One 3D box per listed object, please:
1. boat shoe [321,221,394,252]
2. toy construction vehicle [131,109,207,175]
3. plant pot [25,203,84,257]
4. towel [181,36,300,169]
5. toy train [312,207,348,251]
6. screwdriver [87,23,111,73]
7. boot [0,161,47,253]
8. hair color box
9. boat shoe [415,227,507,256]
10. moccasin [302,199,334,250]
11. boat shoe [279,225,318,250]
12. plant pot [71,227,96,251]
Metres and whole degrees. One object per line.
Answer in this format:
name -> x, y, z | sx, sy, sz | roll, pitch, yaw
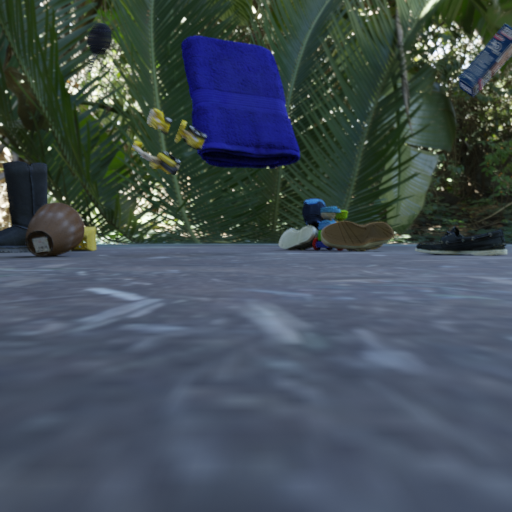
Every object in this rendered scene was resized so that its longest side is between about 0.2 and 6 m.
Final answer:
boat shoe -> 2.655, -0.430, 15.109 | 2.315, 0.835, 0.752 | -6, -32, -30
toy construction vehicle -> -1.496, -1.870, 9.346 | 1.088, 0.947, 0.383 | 35, 30, 8
plant pot -> -3.753, -0.373, 10.190 | 0.978, 0.978, 1.046 | 0, 19, -1
towel -> -0.418, -3.293, 12.193 | 2.284, 3.093, 0.766 | 1, -25, -25
toy train -> 2.553, -0.798, 16.794 | 0.935, 1.278, 2.209 | 2, 3, 35
screwdriver -> -2.909, -3.712, 10.134 | 0.377, 0.393, 2.699 | 4, 7, -21
boot -> -6.082, -1.229, 13.959 | 0.752, 2.290, 1.888 | 1, 2, 36
hair color box -> 4.223, -3.518, 10.160 | 0.357, 1.180, 0.590 | 44, 14, 18
boat shoe -> 4.130, -0.306, 11.378 | 1.778, 0.590, 0.665 | 1, 2, 37
moccasin -> 1.964, -0.767, 17.731 | 1.103, 0.935, 2.742 | -8, -28, 25
boat shoe -> 1.385, -0.493, 17.359 | 0.590, 0.705, 1.974 | 22, -16, -25
plant pot -> -4.819, -0.421, 15.474 | 0.670, 0.675, 0.690 | 0, 11, -7
